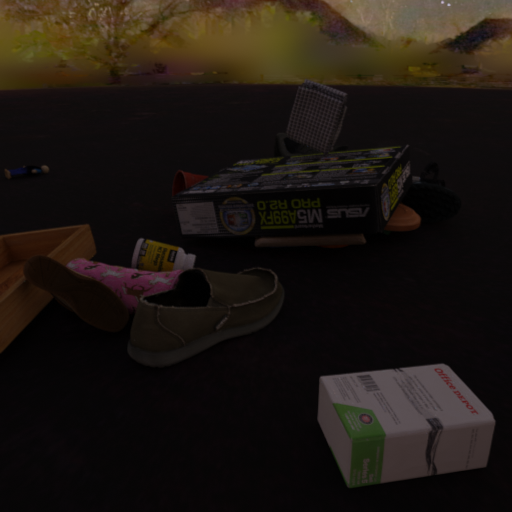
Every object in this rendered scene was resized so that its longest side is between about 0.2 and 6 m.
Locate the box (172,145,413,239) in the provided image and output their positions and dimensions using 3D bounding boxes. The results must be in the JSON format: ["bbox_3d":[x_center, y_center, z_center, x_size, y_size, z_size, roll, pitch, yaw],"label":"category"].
[{"bbox_3d":[0.833,-1.304,11.155,3.981,0.881,3.189,-1,21,25],"label":"box"}]

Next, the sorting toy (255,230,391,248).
[{"bbox_3d":[1.489,-0.514,11.090,2.956,0.435,2.185,-1,19,3],"label":"sorting toy"}]

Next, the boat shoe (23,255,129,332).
[{"bbox_3d":[-2.397,0.497,7.521,1.510,0.545,0.543,33,-12,-15],"label":"boat shoe"}]

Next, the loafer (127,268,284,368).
[{"bbox_3d":[-0.557,0.611,7.552,0.984,0.911,2.616,17,27,37],"label":"loafer"}]

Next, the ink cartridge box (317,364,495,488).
[{"bbox_3d":[1.407,1.606,5.469,1.390,0.584,1.011,-4,22,-9],"label":"ink cartridge box"}]

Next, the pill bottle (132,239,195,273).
[{"bbox_3d":[-1.499,0.077,9.127,0.955,0.537,0.537,13,21,-5],"label":"pill bottle"}]

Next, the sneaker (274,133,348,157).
[{"bbox_3d":[1.505,-2.552,15.277,1.852,1.236,3.234,-4,25,-13],"label":"sneaker"}]

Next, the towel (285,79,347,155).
[{"bbox_3d":[1.238,-2.859,11.571,1.062,1.283,0.549,28,39,18],"label":"towel"}]

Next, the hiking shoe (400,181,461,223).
[{"bbox_3d":[3.248,-1.324,12.449,2.461,0.916,1.067,5,24,13],"label":"hiking shoe"}]

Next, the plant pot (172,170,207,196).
[{"bbox_3d":[-1.290,-1.422,12.791,0.985,1.013,1.013,-1,20,-25],"label":"plant pot"}]

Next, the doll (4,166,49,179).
[{"bbox_3d":[-6.636,-2.469,16.260,1.185,0.287,0.808,-15,25,-32],"label":"doll"}]

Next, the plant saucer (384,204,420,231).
[{"bbox_3d":[2.579,-0.868,11.327,1.477,0.238,1.477,5,24,-2],"label":"plant saucer"}]

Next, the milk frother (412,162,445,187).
[{"bbox_3d":[3.706,-1.704,13.079,1.139,1.211,1.093,14,30,34],"label":"milk frother"}]

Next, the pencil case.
[{"bbox_3d":[-1.910,0.477,8.117,1.867,0.773,0.808,6,-16,16],"label":"pencil case"}]

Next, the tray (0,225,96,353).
[{"bbox_3d":[-3.744,0.421,8.212,1.650,0.620,3.346,-7,20,8],"label":"tray"}]
